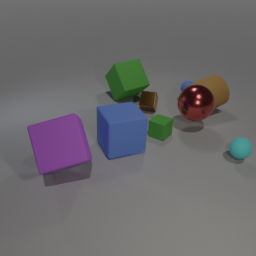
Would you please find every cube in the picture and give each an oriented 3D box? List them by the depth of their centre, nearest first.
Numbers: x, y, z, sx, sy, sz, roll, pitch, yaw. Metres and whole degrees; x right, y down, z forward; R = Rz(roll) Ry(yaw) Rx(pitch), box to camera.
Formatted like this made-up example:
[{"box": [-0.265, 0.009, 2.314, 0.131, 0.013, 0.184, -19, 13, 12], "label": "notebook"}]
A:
[{"box": [-1.968, 0.488, 8.379, 1.400, 1.400, 1.400, -16, -4, -4], "label": "cube"}, {"box": [-0.245, 0.042, 9.887, 1.400, 1.400, 1.400, -9, 31, -20], "label": "cube"}, {"box": [1.253, -0.029, 10.791, 0.700, 0.700, 0.700, 20, 35, 31], "label": "cube"}, {"box": [0.935, -1.190, 12.554, 0.700, 0.700, 0.700, 9, -13, 15], "label": "cube"}, {"box": [-0.049, -2.298, 13.453, 1.400, 1.400, 1.400, -19, -6, -26], "label": "cube"}]

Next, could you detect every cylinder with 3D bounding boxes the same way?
[{"box": [3.405, -1.441, 12.200, 1.400, 1.400, 1.400, -24, 36, -17], "label": "cylinder"}]

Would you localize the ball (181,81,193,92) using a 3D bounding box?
[{"box": [2.864, -1.888, 13.312, 0.700, 0.700, 0.700, 0, 30, 0], "label": "ball"}]

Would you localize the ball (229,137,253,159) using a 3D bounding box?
[{"box": [3.690, 0.654, 9.156, 0.700, 0.700, 0.700, 0, 30, 0], "label": "ball"}]

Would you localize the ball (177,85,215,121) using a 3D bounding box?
[{"box": [2.596, -0.953, 10.698, 1.400, 1.400, 1.400, 0, 30, 0], "label": "ball"}]
